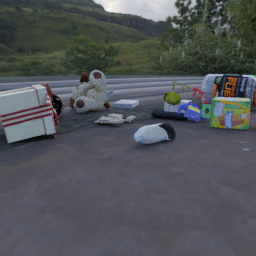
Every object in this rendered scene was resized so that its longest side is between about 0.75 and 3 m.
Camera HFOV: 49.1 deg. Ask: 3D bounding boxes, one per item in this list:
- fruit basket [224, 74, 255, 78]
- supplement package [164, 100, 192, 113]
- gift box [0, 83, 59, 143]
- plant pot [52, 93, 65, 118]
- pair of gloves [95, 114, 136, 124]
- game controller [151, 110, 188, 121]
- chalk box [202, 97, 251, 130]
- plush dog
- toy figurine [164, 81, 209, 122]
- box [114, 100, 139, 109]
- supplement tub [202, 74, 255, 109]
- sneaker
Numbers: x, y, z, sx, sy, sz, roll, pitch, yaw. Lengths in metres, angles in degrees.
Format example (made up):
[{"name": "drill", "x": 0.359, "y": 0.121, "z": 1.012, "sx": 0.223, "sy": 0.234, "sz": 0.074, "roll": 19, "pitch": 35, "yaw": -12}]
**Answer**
[{"name": "fruit basket", "x": 7.256, "y": -2.460, "z": 17.652, "sx": 2.742, "sy": 1.978, "sz": 2.742, "roll": -13, "pitch": 24, "yaw": 6}, {"name": "supplement package", "x": 2.426, "y": -1.004, "z": 13.607, "sx": 1.168, "sy": 0.685, "sz": 0.683, "roll": 6, "pitch": 15, "yaw": 25}, {"name": "gift box", "x": -3.311, "y": -0.472, "z": 9.436, "sx": 1.790, "sy": 1.769, "sz": 1.917, "roll": -16, "pitch": 23, "yaw": -22}, {"name": "plant pot", "x": -3.436, "y": -0.972, "z": 12.765, "sx": 1.202, "sy": 1.202, "sz": 1.190, "roll": -1, "pitch": 5, "yaw": -3}, {"name": "pair of gloves", "x": -0.495, "y": -0.356, "z": 11.819, "sx": 1.296, "sy": 0.267, "sz": 1.524, "roll": 7, "pitch": 14, "yaw": 30}, {"name": "game controller", "x": 1.931, "y": -0.565, "z": 12.760, "sx": 1.703, "sy": 0.359, "sz": 0.888, "roll": 9, "pitch": 2, "yaw": 32}, {"name": "chalk box", "x": 3.851, "y": -0.618, "z": 11.126, "sx": 1.802, "sy": 1.121, "sz": 1.115, "roll": 4, "pitch": 14, "yaw": 21}, {"name": "plush dog", "x": -2.101, "y": -1.780, "z": 14.819, "sx": 2.046, "sy": 2.382, "sz": 1.911, "roll": 22, "pitch": -10, "yaw": 35}, {"name": "toy figurine", "x": 2.703, "y": -0.939, "z": 12.062, "sx": 2.313, "sy": 1.220, "sz": 1.386, "roll": 23, "pitch": 34, "yaw": -4}, {"name": "box", "x": -0.078, "y": -1.373, "z": 16.020, "sx": 1.080, "sy": 0.285, "sz": 1.385, "roll": 4, "pitch": 13, "yaw": 18}, {"name": "supplement tub", "x": 5.681, "y": -1.966, "z": 15.192, "sx": 2.999, "sy": 1.838, "sz": 1.838, "roll": 8, "pitch": 15, "yaw": 31}, {"name": "sneaker", "x": 0.892, "y": 0.191, "z": 9.011, "sx": 1.689, "sy": 0.607, "sz": 0.612, "roll": -2, "pitch": -14, "yaw": -40}]
